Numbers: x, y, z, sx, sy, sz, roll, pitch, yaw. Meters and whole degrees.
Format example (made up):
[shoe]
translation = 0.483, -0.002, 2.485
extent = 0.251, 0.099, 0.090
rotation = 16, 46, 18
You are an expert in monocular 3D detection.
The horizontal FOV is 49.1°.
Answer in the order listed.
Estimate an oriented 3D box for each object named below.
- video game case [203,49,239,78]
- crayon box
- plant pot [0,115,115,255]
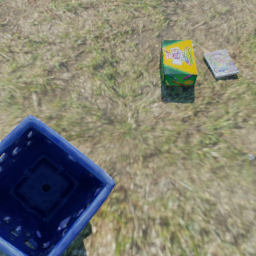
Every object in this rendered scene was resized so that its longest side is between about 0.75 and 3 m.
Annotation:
[video game case]
translation = 3.468, -2.421, 10.478
extent = 0.884, 0.111, 1.234
rotation = -12, 58, -5
[crayon box]
translation = 1.823, -2.415, 10.244
extent = 1.139, 0.559, 1.917
rotation = 0, 54, 1
[plant pot]
translation = -1.901, 1.360, 6.102
extent = 2.261, 2.032, 2.260
rotation = 40, 76, -3
